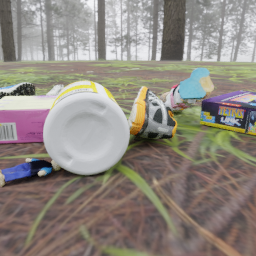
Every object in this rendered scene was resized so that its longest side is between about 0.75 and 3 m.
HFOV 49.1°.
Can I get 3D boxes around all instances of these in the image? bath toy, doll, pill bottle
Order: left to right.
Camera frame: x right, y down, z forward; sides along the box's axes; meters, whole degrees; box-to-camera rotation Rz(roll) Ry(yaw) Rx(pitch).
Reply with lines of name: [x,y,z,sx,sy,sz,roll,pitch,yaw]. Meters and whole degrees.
doll: [-1.766,0.747,5.135,1.130,0.274,0.771,-10,20,-30]
pill bottle: [-0.919,-0.209,6.145,1.544,1.544,2.701,-3,16,-9]
bath toy: [1.864,-1.126,8.973,1.147,0.975,2.637,2,-5,-4]

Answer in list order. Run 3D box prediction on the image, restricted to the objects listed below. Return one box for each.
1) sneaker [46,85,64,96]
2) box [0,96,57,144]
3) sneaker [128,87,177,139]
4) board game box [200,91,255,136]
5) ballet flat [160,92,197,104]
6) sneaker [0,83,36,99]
sneaker: [-3.387,-1.708,13.058,0.498,0.538,1.326,6,19,15]
box: [-2.703,-0.286,7.565,1.604,0.882,1.824,-2,17,-7]
sneaker: [0.652,-0.333,7.678,1.150,1.166,2.979,17,19,1]
board game box: [3.952,-0.535,8.576,2.331,0.800,2.820,16,23,40]
ballet flat: [1.981,-1.200,11.121,1.549,0.527,0.521,-2,7,19]
sneaker: [-4.706,-1.324,11.050,1.056,0.930,2.368,14,21,31]
